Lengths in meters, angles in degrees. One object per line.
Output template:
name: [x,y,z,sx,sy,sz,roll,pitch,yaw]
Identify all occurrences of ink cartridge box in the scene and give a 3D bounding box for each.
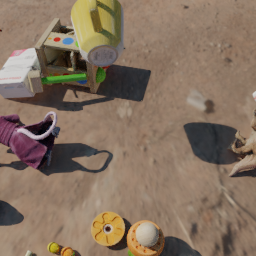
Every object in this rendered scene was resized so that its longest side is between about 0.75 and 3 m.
ink cartridge box: [-3.935,-2.067,10.486,1.416,0.800,1.932,0,52,19]

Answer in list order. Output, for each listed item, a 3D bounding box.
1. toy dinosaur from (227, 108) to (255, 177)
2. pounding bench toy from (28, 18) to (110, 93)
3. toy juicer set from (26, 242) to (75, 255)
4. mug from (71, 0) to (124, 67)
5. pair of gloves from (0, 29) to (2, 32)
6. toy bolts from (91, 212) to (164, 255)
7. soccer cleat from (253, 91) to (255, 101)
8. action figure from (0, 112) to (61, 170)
toy dinosaur: [4.151,0.609,8.560,1.742,1.103,2.570,34,66,14]
pounding bench toy: [-1.980,-2.257,10.187,2.266,1.804,2.905,12,54,8]
toy juicer set: [-2.057,3.319,6.876,1.579,0.430,1.004,-3,53,-2]
mug: [-0.779,-2.321,6.743,1.343,1.677,1.377,-25,59,29]
pair of gloves: [-4.567,-3.495,9.064,0.107,0.867,0.772,-42,76,22]
toy bolts: [-0.305,2.857,6.609,1.925,1.398,2.016,26,57,18]
soccer cleat: [3.754,-0.930,6.501,1.863,0.793,0.639,-11,77,-24]
action figure: [-3.504,0.272,8.342,2.623,1.953,1.757,18,60,-4]
